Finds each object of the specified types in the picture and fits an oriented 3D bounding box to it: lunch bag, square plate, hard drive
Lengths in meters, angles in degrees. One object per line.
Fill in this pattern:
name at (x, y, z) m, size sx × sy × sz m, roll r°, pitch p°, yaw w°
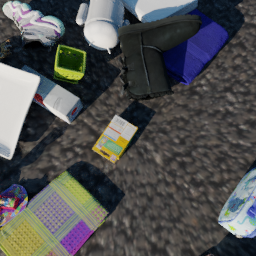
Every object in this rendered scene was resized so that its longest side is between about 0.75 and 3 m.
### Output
lunch bag at (3.396, 2.004, 7.662) m, size 0.825 × 1.609 × 2.001 m, roll 36°, pitch 73°, yaw 12°
square plate at (-4.276, -0.739, 8.875) m, size 2.676 × 0.384 × 2.701 m, roll 21°, pitch 91°, yaw 12°
hard drive at (0.854, -4.873, 10.388) m, size 1.941 × 0.393 × 2.943 m, roll -33°, pitch 60°, yaw -10°

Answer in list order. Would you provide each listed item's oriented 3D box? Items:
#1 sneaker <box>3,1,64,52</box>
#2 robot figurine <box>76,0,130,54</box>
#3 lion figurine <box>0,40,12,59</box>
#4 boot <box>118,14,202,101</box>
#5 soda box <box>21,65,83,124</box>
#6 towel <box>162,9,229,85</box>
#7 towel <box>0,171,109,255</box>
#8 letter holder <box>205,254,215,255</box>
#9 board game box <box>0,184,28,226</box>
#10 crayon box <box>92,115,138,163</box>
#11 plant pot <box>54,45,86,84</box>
sneaker at (-3.660, -3.434, 9.936) m, size 2.407 × 0.935 × 1.683 m, roll 22°, pitch 71°, yaw 8°
robot figurine at (-0.837, -3.718, 9.851) m, size 1.919 × 1.278 × 2.262 m, roll 11°, pitch 71°, yaw -16°
lion figurine at (-4.473, -2.844, 10.115) m, size 0.490 × 0.290 × 0.800 m, roll -13°, pitch 57°, yaw 4°
boot at (1.038, -2.186, 9.015) m, size 2.900 × 1.073 × 2.377 m, roll -8°, pitch 89°, yaw 6°
soda box at (-2.653, -1.101, 9.222) m, size 2.285 × 0.725 × 0.780 m, roll 32°, pitch 74°, yaw 11°
towel at (2.113, -2.900, 9.956) m, size 1.923 × 0.645 × 2.604 m, roll 40°, pitch 77°, yaw 9°
towel at (-2.205, 2.853, 8.057) m, size 2.056 × 0.326 × 2.863 m, roll 41°, pitch 75°, yaw 14°
letter holder at (1.806, 4.797, 6.764) m, size 2.957 × 1.487 × 2.102 m, roll -38°, pitch 73°, yaw -12°
board game box at (-3.554, 2.197, 8.154) m, size 1.244 × 0.242 × 0.983 m, roll -37°, pitch 56°, yaw -10°
crayon box at (-0.402, 0.372, 8.905) m, size 0.860 × 0.353 × 1.368 m, roll 31°, pitch 73°, yaw 10°
plant pot at (-1.962, -2.041, 9.291) m, size 0.946 × 0.858 × 0.941 m, roll 10°, pitch 64°, yaw -20°
